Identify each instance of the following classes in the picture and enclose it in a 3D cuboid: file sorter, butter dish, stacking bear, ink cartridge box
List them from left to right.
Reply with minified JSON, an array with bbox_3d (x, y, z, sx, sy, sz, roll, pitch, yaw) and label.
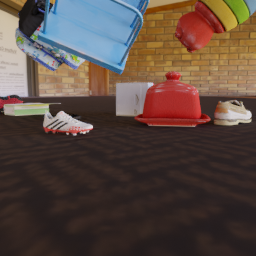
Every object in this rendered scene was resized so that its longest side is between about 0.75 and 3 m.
[{"bbox_3d":[-4.026,-0.799,11.787,1.568,0.517,2.155,-8,11,-44],"label":"ink cartridge box"},{"bbox_3d":[-0.354,-2.306,4.649,1.469,2.116,1.298,21,-31,-12],"label":"file sorter"},{"bbox_3d":[0.350,-1.247,11.916,1.351,1.357,1.868,2,8,12],"label":"ink cartridge box"},{"bbox_3d":[1.392,-0.940,8.753,2.197,1.628,2.203,1,8,11],"label":"butter dish"},{"bbox_3d":[1.590,-2.120,4.920,1.061,1.748,0.994,26,27,-49],"label":"stacking bear"}]

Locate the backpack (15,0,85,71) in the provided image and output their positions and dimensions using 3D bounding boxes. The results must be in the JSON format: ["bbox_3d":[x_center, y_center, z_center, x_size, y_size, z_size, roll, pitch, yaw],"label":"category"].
[{"bbox_3d":[-2.451,-2.979,9.275,2.360,1.734,2.160,29,22,-39],"label":"backpack"}]

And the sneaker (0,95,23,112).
[{"bbox_3d":[-6.159,-1.028,12.877,1.183,0.982,2.476,-11,-6,31],"label":"sneaker"}]

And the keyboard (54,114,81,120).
[{"bbox_3d":[-2.177,-0.404,10.376,0.686,0.147,1.142,-16,18,-43],"label":"keyboard"}]

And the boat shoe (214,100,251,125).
[{"bbox_3d":[3.502,-0.542,9.152,0.794,0.727,2.126,6,10,39],"label":"boat shoe"}]

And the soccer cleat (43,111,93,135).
[{"bbox_3d":[-1.483,-0.131,6.834,1.294,0.551,0.444,2,8,17],"label":"soccer cleat"}]
